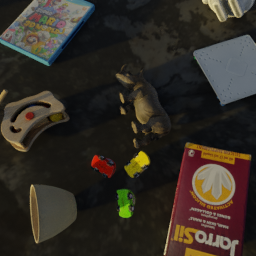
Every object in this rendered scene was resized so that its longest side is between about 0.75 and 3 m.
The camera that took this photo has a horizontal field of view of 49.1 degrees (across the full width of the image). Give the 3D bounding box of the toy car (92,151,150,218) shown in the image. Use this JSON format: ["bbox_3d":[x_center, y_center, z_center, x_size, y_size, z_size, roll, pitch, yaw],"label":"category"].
[{"bbox_3d":[-0.098,1.435,7.175,1.728,0.385,1.626,-9,86,30],"label":"toy car"}]

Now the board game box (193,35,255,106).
[{"bbox_3d":[3.498,-1.910,9.120,2.121,0.274,2.122,-19,67,-8],"label":"board game box"}]

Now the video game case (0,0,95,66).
[{"bbox_3d":[-2.811,-3.709,9.917,2.092,0.260,2.923,26,69,11],"label":"video game case"}]

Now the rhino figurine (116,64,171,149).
[{"bbox_3d":[0.369,-0.810,8.337,1.212,0.829,2.773,-14,65,-16],"label":"rhino figurine"}]

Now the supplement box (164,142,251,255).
[{"bbox_3d":[1.904,2.003,6.792,1.600,1.242,2.900,11,66,12],"label":"supplement box"}]

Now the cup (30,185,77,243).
[{"bbox_3d":[-1.830,2.037,6.940,0.972,1.359,1.359,-2,64,-26],"label":"cup"}]

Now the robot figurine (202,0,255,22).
[{"bbox_3d":[3.741,-5.073,9.794,2.340,1.558,2.759,1,61,38],"label":"robot figurine"}]

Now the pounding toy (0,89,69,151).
[{"bbox_3d":[-2.907,-0.265,7.815,2.321,1.331,1.327,-22,64,-9],"label":"pounding toy"}]
